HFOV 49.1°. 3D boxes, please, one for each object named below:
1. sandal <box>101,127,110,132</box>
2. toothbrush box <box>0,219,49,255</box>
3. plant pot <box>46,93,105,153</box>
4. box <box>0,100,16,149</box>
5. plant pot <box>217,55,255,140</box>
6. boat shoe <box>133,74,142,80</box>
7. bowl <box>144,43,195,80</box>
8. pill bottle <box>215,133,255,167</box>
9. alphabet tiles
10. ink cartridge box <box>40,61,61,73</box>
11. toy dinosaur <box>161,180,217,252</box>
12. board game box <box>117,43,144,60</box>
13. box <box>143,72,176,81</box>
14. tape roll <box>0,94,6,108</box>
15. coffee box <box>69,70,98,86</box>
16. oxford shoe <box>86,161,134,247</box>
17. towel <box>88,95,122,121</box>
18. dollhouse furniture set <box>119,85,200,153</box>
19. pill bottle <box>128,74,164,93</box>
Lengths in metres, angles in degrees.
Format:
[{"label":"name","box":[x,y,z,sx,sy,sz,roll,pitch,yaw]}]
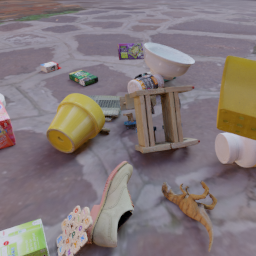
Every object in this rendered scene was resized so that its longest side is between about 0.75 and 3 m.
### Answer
[{"label":"sandal","box":[-1.227,-0.122,11.090,1.206,0.326,0.485,16,10,20]},{"label":"toothbrush box","box":[-2.517,2.761,6.469,1.214,0.522,0.884,-14,34,-18]},{"label":"plant pot","box":[-1.951,-0.074,9.940,1.757,1.757,1.653,14,45,21]},{"label":"box","box":[-5.145,-0.237,10.613,1.086,1.178,2.295,-18,36,-26]},{"label":"plant pot","box":[2.745,-0.572,6.424,1.450,1.450,1.279,18,67,22]},{"label":"boat shoe","box":[0.514,-2.713,15.332,0.340,0.322,0.973,21,38,29]},{"label":"bowl","box":[1.925,-3.310,14.397,2.725,1.225,2.725,15,29,-9]},{"label":"pill bottle","box":[4.318,0.531,9.170,2.683,1.399,1.399,-5,33,-9]},{"label":"alphabet tiles","box":[-1.270,2.449,6.603,0.086,1.183,1.157,36,10,-32]},{"label":"ink cartridge box","box":[-4.614,-3.697,16.849,0.633,0.366,1.089,25,39,34]},{"label":"toy dinosaur","box":[1.841,2.174,7.471,1.247,0.709,2.349,-38,37,-12]},{"label":"board game box","box":[0.142,-3.735,13.684,1.310,0.786,0.212,-7,5,-24]},{"label":"box","box":[1.762,-2.873,15.465,1.823,0.448,0.750,-19,37,-27]},{"label":"tape roll","box":[-6.635,-1.032,12.606,2.110,0.386,2.110,1,33,0]},{"label":"coffee box","box":[-2.456,-2.757,15.390,0.926,0.331,1.506,-26,41,-35]},{"label":"oxford shoe","box":[-0.243,1.979,7.453,0.963,0.923,2.608,13,45,14]},{"label":"towel","box":[-1.327,-0.919,12.570,2.152,0.372,2.072,0,29,5]},{"label":"dollhouse furniture set","box":[1.056,-0.377,10.653,2.063,2.075,2.945,-7,3,-12]},{"label":"pill bottle","box":[0.896,-2.046,13.655,1.716,0.999,0.999,-25,40,-34]}]
